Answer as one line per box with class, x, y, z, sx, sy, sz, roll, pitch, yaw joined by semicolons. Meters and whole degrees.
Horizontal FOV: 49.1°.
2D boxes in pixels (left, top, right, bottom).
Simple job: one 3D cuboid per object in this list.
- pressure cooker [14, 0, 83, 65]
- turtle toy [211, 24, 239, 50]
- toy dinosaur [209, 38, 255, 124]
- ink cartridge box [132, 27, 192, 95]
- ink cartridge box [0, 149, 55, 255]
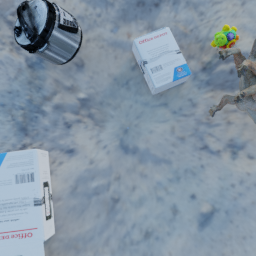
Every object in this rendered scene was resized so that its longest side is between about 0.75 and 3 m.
pressure cooker;-2.092;-2.434;7.082;1.362;1.549;1.383;19;90;35
turtle toy;2.611;-2.376;7.545;0.932;0.679;0.471;-6;52;-39
toy dinosaur;3.174;-1.040;6.733;1.894;1.199;2.794;-1;105;-17
ink cartridge box;0.893;-1.831;7.681;1.085;0.636;1.482;-22;80;-6
ink cartridge box;-2.719;1.960;6.848;1.561;0.913;2.691;-7;80;1
